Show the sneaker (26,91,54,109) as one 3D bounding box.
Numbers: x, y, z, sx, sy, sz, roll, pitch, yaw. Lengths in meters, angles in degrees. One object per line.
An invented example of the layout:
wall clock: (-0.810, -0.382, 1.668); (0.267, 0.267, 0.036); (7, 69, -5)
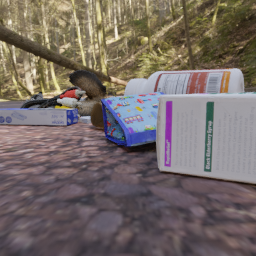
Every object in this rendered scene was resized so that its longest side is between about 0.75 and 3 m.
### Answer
sneaker: (-3.757, -1.108, 12.941); (2.040, 1.178, 0.765); (-1, 7, -7)

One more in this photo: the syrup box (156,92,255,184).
syrup box: (1.730, 0.084, 3.454); (2.590, 1.055, 1.020); (5, 7, 28)

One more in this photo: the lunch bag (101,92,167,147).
lunch bag: (0.434, -0.141, 5.719); (1.520, 0.950, 2.019); (-9, 14, -15)

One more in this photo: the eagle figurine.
eagle figurine: (-1.755, -1.352, 12.983); (1.864, 1.874, 2.470); (-38, -18, 8)

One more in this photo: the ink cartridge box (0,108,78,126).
ink cartridge box: (-3.082, -0.397, 9.653); (2.449, 0.542, 1.151); (1, 6, 9)

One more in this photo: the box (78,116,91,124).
box: (-1.286, -0.320, 10.388); (0.960, 0.198, 0.748); (-6, 10, -39)

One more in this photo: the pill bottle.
pill bottle: (1.479, -0.725, 7.626); (2.991, 1.678, 1.678); (4, 8, 28)

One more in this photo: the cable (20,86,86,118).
cable: (-2.949, -1.084, 10.959); (2.980, 1.447, 0.750); (4, -23, 18)

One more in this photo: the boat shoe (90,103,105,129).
boat shoe: (-0.538, -0.241, 8.046); (0.597, 0.698, 1.904); (16, 10, -33)
